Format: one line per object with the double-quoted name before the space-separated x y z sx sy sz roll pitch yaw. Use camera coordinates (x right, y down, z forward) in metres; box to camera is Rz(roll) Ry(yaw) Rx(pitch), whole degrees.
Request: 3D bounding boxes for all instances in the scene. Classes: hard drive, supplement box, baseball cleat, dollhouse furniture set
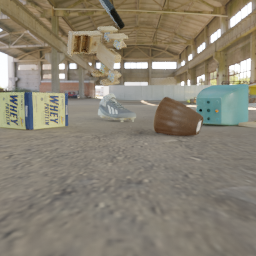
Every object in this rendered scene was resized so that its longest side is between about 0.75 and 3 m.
"hard drive" -0.581 -3.544 8.166 0.202 1.226 0.856 -36 -25 8
"supplement box" -3.778 -0.722 11.121 2.013 1.353 2.015 4 7 32
"baseball cleat" -0.639 -1.048 14.075 2.613 1.391 0.911 7 6 42
"dollhouse furniture set" -1.123 -2.641 9.707 1.221 1.723 1.876 -16 46 -33

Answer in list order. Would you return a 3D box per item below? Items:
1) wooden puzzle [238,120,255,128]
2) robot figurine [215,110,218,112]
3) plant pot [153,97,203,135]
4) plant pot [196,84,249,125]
"wooden puzzle" 5.205 -0.135 11.290 1.094 0.204 1.012 -9 10 -30
"robot figurine" 5.035 -0.805 16.210 1.174 0.471 1.620 0 5 5
"plant pot" 1.592 -0.235 8.519 1.247 1.165 1.165 19 14 27
"plant pot" 3.974 -0.915 12.149 1.709 1.710 2.419 5 15 39
